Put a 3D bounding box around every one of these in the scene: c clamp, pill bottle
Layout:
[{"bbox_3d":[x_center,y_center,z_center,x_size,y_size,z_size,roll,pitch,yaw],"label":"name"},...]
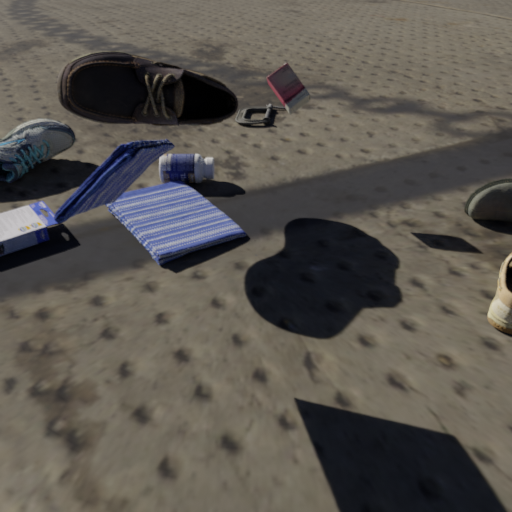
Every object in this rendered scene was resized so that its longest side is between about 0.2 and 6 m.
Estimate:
[{"bbox_3d":[0.126,-3.624,14.293,1.257,0.199,1.472,7,34,10],"label":"c clamp"},{"bbox_3d":[-1.364,-1.723,11.093,1.042,0.578,0.578,0,34,0],"label":"pill bottle"}]

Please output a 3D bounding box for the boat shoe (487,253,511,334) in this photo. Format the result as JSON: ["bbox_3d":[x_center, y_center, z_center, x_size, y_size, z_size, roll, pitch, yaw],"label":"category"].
[{"bbox_3d":[3.869,0.291,7.987,0.741,0.671,2.080,17,37,24],"label":"boat shoe"}]

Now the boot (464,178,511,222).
[{"bbox_3d":[4.784,-0.676,9.482,2.114,0.716,1.381,-4,39,-4],"label":"boot"}]

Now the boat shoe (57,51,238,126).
[{"bbox_3d":[-1.581,-2.666,9.007,3.111,1.159,1.140,-12,20,-42],"label":"boat shoe"}]

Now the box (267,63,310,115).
[{"bbox_3d":[0.572,-2.929,9.827,0.453,0.709,0.386,-35,-4,5],"label":"box"}]

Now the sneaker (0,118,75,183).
[{"bbox_3d":[-4.829,-1.959,11.364,2.498,0.970,1.078,-23,53,-21],"label":"sneaker"}]

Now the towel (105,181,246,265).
[{"bbox_3d":[-1.493,-0.656,9.861,1.678,0.276,2.318,-19,39,-30],"label":"towel"}]

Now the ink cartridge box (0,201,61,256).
[{"bbox_3d":[-4.152,-0.394,9.337,1.592,0.334,0.950,-25,41,-28],"label":"ink cartridge box"}]

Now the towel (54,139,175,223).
[{"bbox_3d":[-1.478,-0.832,6.077,0.184,1.120,1.546,48,14,-5],"label":"towel"}]
